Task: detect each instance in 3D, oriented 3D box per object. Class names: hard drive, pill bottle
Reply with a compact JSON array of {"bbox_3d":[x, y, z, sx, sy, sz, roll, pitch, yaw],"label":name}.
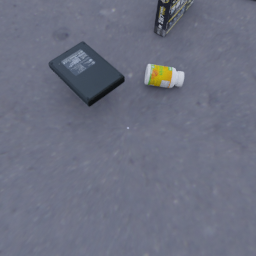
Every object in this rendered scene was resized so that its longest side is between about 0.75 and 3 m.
[{"bbox_3d":[-1.200,-1.606,8.056,1.328,0.313,1.902,-38,66,-18],"label":"hard drive"},{"bbox_3d":[1.127,-1.594,8.706,1.140,0.633,0.633,7,63,-4],"label":"pill bottle"}]

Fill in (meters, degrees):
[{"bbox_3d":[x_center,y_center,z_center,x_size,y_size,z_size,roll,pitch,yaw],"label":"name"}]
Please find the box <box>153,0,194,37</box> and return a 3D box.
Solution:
[{"bbox_3d":[1.746,-4.500,9.563,0.550,1.806,2.241,31,67,15],"label":"box"}]
